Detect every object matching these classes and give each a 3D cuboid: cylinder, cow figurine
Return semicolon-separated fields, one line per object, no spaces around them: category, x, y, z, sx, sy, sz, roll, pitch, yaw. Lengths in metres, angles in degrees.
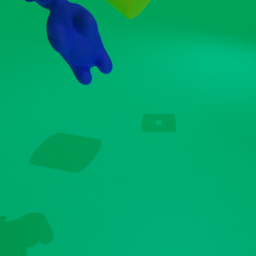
cylinder;-0.085;-3.270;6.023;1.269;1.269;1.269;40;45;2
cow figurine;-0.907;-1.599;4.241;0.853;1.554;1.529;-29;53;0
